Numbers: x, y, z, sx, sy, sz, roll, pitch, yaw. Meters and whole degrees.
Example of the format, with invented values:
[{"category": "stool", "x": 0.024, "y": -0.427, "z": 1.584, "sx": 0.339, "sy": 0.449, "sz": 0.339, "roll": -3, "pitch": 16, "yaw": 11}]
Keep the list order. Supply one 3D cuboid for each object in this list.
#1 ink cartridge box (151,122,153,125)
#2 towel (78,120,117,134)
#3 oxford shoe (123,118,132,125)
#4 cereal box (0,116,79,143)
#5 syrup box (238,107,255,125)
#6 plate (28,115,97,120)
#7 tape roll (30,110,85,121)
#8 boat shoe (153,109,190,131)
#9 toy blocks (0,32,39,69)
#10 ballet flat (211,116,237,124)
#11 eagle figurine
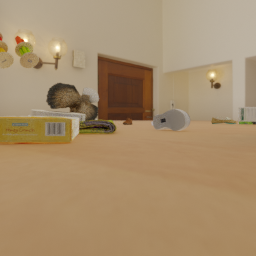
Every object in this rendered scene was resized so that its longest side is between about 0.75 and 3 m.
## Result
[{"category": "ink cartridge box", "x": 1.225, "y": -0.188, "z": 11.600, "sx": 0.463, "sy": 0.181, "sz": 0.979, "roll": 0, "pitch": 4, "yaw": -1}, {"category": "towel", "x": -1.100, "y": -0.056, "z": 6.154, "sx": 1.701, "sy": 0.270, "sz": 2.368, "roll": -1, "pitch": 2, "yaw": -2}, {"category": "oxford shoe", "x": -0.031, "y": -0.306, "z": 13.159, "sx": 0.319, "sy": 0.319, "sz": 0.896, "roll": 2, "pitch": 4, "yaw": 18}, {"category": "cereal box", "x": -1.283, "y": -0.007, "z": 3.868, "sx": 1.142, "sy": 0.314, "sz": 1.587, "roll": 0, "pitch": 2, "yaw": -6}, {"category": "syrup box", "x": 6.249, "y": -0.563, "z": 12.951, "sx": 2.078, "sy": 0.818, "sz": 0.846, "roll": 2, "pitch": 2, "yaw": 26}, {"category": "plate", "x": -2.816, "y": -0.314, "z": 11.207, "sx": 2.840, "sy": 0.460, "sz": 2.846, "roll": 0, "pitch": 2, "yaw": -26}, {"category": "tape roll", "x": -1.672, "y": -0.276, "z": 6.742, "sx": 1.300, "sy": 0.237, "sz": 1.300, "roll": 5, "pitch": 3, "yaw": 0}, {"category": "boat shoe", "x": 1.136, "y": -0.168, "z": 6.731, "sx": 0.501, "sy": 0.509, "sz": 1.435, "roll": -4, "pitch": -3, "yaw": -23}, {"category": "toy blocks", "x": -3.155, "y": -2.218, "z": 7.444, "sx": 1.159, "sy": 1.390, "sz": 0.505, "roll": -11, "pitch": -34, "yaw": -37}, {"category": "ballet flat", "x": 4.930, "y": -0.397, "z": 14.399, "sx": 1.256, "sy": 0.396, "sz": 0.431, "roll": 1, "pitch": -2, "yaw": 20}, {"category": "eagle figurine", "x": -1.751, "y": -0.719, "z": 9.415, "sx": 1.511, "sy": 1.503, "sz": 1.992, "roll": -4, "pitch": -2, "yaw": -3}]
